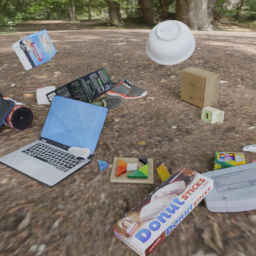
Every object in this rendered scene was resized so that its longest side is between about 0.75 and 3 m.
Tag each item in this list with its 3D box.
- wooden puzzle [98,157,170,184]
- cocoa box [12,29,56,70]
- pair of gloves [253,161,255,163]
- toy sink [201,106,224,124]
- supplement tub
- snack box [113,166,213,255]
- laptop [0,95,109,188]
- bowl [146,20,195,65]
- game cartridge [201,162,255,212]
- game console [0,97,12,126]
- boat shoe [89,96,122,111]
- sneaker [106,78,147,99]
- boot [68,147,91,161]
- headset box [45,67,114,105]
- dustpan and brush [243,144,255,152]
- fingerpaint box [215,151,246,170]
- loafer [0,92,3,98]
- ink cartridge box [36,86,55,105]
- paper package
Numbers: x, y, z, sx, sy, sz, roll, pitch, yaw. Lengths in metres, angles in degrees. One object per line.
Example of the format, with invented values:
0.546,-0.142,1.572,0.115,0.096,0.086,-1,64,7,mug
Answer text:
0.155,1.194,8.276,2.119,0.248,1.430,-2,25,-2,wooden puzzle
-2.966,-2.559,9.045,0.850,0.864,1.296,-20,27,7,cocoa box
4.008,1.495,7.630,2.139,0.244,1.720,20,32,38,pair of gloves
3.500,-0.509,11.643,0.449,0.522,0.801,-18,31,-33,toy sink
-4.746,-0.637,11.285,1.988,1.063,1.063,21,32,37,supplement tub
0.894,1.800,6.478,0.926,0.313,2.575,23,42,40,snack box
-2.351,0.226,8.833,2.490,1.541,2.659,15,29,31,laptop
1.458,-3.160,9.808,1.784,0.802,1.784,-4,64,9,bowl
2.890,1.466,7.035,2.070,0.419,1.380,-13,20,7,game cartridge
-6.009,-0.541,10.336,2.709,2.312,1.603,23,-9,39,game console
-1.075,-1.033,12.468,1.845,0.659,0.606,-13,6,-15,boat shoe
-0.132,-2.122,14.627,2.300,0.942,0.886,9,26,18,sneaker
-1.586,0.825,8.721,0.826,0.304,0.395,-3,38,27,boot
-2.083,-1.697,12.645,2.062,1.099,2.369,-18,14,30,headset box
4.928,0.601,8.925,2.336,0.669,1.631,-16,34,20,dustpan and brush
2.986,1.005,8.246,0.822,0.361,0.985,2,14,19,fingerpaint box
-6.510,-1.228,13.084,0.591,0.611,1.740,7,26,16,loafer
-4.094,-1.654,14.094,0.933,0.541,1.265,-6,27,-13,ink cartridge box
3.409,-1.934,13.393,0.883,1.626,1.706,-16,29,-28,paper package
